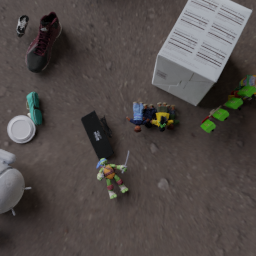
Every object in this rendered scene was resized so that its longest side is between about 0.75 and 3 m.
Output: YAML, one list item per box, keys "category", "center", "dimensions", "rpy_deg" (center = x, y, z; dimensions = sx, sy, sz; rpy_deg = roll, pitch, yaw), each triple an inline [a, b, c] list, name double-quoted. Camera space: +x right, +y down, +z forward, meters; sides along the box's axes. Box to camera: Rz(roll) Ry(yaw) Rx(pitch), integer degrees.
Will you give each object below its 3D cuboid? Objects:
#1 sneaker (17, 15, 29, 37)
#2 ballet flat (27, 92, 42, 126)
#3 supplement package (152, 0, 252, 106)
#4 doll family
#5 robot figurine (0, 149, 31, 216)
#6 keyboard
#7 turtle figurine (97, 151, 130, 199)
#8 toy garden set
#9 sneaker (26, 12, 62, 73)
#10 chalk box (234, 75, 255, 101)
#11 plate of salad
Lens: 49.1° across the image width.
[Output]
- category: "sneaker"
  center: [-3.835, -3.665, 10.127]
  dimensions: [0.324, 0.441, 0.974]
  rpy_deg: [17, 57, -23]
- category: "ballet flat"
  center: [-3.279, -0.628, 9.719]
  dimensions: [0.436, 0.417, 1.238]
  rpy_deg: [-16, 78, 22]
- category: "supplement package"
  center: [2.201, -2.474, 9.015]
  dimensions: [1.854, 2.410, 2.521]
  rpy_deg: [28, 80, 6]
- category: "doll family"
  center: [0.861, -0.316, 9.501]
  dimensions: [1.806, 0.708, 1.044]
  rpy_deg: [2, 82, 6]
- category: "robot figurine"
  center: [-4.336, 1.668, 8.651]
  dimensions: [2.592, 1.463, 2.198]
  rpy_deg: [26, 86, 6]
- category: "keyboard"
  center: [-0.915, 0.218, 9.560]
  dimensions: [0.864, 0.329, 1.661]
  rpy_deg: [-26, 85, 19]
- category: "turtle figurine"
  center: [-0.455, 1.543, 8.868]
  dimensions: [1.295, 0.932, 1.256]
  rpy_deg: [-19, 97, 35]
- category: "toy garden set"
  center: [3.196, -0.564, 9.088]
  dimensions: [1.894, 1.579, 0.378]
  rpy_deg: [-43, 94, 10]
- category: "sneaker"
  center: [-2.992, -3.073, 9.677]
  dimensions: [0.828, 1.265, 2.189]
  rpy_deg: [19, 78, -8]
- category: "chalk box"
  center: [4.268, -1.378, 9.669]
  dimensions: [1.133, 0.707, 0.702]
  rpy_deg: [6, 78, 0]
- category: "plate of salad"
  center: [-3.648, 0.046, 9.624]
  dimensions: [0.946, 0.227, 0.946]
  rpy_deg: [0, 89, -2]
